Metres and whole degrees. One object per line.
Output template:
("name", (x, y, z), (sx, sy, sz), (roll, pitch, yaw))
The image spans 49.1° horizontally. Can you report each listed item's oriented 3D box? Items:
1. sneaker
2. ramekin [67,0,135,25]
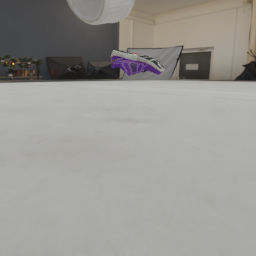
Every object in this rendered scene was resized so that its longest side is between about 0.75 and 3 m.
("sneaker", (0.304, -2.082, 9.427), (1.887, 0.787, 0.761), (19, 23, 19))
("ramekin", (-0.825, -3.588, 7.151), (1.983, 1.983, 0.923), (11, 38, 43))
